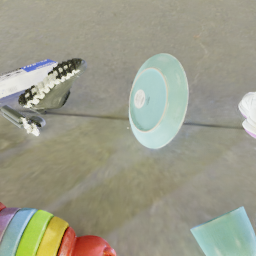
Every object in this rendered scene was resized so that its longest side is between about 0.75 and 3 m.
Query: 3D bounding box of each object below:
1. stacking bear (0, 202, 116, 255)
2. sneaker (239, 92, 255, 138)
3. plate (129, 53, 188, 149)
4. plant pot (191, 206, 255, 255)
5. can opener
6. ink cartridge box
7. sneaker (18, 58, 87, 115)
[{"bbox_3d":[-1.419,2.143,4.779,2.385,1.448,1.356,15,28,-1],"label":"stacking bear"},{"bbox_3d":[3.571,-0.593,7.201,0.946,1.258,2.526,25,26,6],"label":"sneaker"},{"bbox_3d":[0.554,-0.664,6.828,0.298,2.333,2.333,3,40,-32],"label":"plate"},{"bbox_3d":[1.810,2.044,5.087,1.066,1.066,0.855,-18,68,-17],"label":"plant pot"},{"bbox_3d":[-2.907,-0.235,7.755,1.511,0.398,0.502,24,45,25],"label":"can opener"},{"bbox_3d":[-3.295,-1.560,8.770,2.178,0.482,1.024,-26,30,-23],"label":"ink cartridge box"},{"bbox_3d":[-1.935,-1.105,7.863,2.172,0.983,0.722,-34,48,8],"label":"sneaker"}]
